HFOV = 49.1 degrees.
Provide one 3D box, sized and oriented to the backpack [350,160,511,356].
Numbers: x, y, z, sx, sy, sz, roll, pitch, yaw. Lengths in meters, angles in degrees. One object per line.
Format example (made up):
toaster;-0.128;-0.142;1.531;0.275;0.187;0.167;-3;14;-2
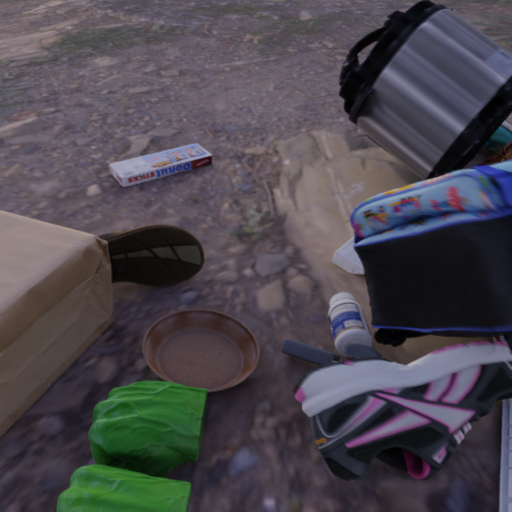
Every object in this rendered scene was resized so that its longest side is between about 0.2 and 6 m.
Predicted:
backpack;3.278;-0.141;7.404;3.200;2.153;2.921;-15;1;-26

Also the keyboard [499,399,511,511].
keyboard;3.465;2.270;6.375;1.254;0.238;4.455;10;36;19

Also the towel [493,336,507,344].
towel;4.411;1.077;7.779;2.129;0.242;1.534;-4;29;14

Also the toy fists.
toy fists;-1.272;2.284;5.912;1.240;0.837;2.433;8;34;-1

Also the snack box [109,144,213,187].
snack box;-2.121;-2.070;12.634;2.185;0.266;0.785;-19;39;-26

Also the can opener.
can opener;1.006;1.287;7.503;1.342;0.358;0.449;15;81;27

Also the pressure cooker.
pressure cooker;3.483;-3.485;11.547;3.361;3.002;2.956;42;18;12

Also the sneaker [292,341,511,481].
sneaker;1.923;1.856;6.461;3.018;1.212;1.303;-5;65;-17

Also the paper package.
paper package;-4.083;0.743;7.358;3.216;1.664;3.065;15;37;18

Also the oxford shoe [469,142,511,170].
oxford shoe;5.183;-1.937;11.901;2.606;0.929;0.930;-21;41;-25

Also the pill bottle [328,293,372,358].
pill bottle;1.316;0.964;8.043;0.515;0.515;0.928;-2;35;-3

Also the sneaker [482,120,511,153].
sneaker;4.984;-2.859;13.429;2.629;1.019;1.047;24;68;27

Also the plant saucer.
plant saucer;-0.747;1.324;7.598;1.566;0.286;1.566;6;34;-4

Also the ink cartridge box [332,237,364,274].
ink cartridge box;1.958;0.096;9.607;1.049;0.263;0.845;35;46;22

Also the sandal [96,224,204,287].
sandal;-2.161;0.044;9.137;2.581;1.055;0.705;-13;23;-6
